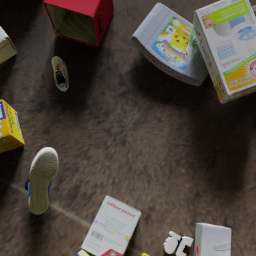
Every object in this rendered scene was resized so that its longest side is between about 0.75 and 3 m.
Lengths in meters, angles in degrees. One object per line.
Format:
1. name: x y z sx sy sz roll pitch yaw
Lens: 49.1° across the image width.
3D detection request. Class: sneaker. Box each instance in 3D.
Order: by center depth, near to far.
1. sneaker: -2.504 1.338 8.027 0.752 1.090 1.959 4 107 -25
2. sneaker: -2.319 -1.903 9.551 0.483 0.487 1.343 -17 73 -4

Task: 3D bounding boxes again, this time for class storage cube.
1. storage cube: -1.550 -4.140 9.600 1.957 1.672 1.759 18 73 6

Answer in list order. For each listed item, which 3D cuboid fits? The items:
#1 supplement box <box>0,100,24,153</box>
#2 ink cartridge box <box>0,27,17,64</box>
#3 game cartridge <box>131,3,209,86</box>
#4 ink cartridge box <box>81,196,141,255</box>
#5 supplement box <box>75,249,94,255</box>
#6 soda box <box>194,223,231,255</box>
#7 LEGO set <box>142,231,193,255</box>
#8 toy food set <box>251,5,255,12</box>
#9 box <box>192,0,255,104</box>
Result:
1. supplement box: -4.540 0.180 8.538 2.205 1.208 1.200 -18 74 -6
2. ink cartridge box: -5.312 -3.210 9.645 1.805 1.023 2.462 -36 77 -10
3. game cartridge: 1.652 -2.786 9.589 2.856 0.578 1.904 34 80 0
4. ink cartridge box: -0.442 2.900 8.018 1.138 0.646 1.561 25 75 7
5. supplement box: -1.025 4.053 7.253 1.459 1.457 0.979 40 77 11
6. soda box: 2.257 3.925 7.648 0.833 0.774 2.441 8 74 2
7. LEGO set: 0.698 3.999 7.490 1.150 1.069 2.803 29 74 8
8. toy food set: 4.390 -2.636 9.472 1.628 0.904 2.768 -36 80 10
9. box: 3.166 -2.325 8.523 1.539 1.387 2.736 -19 83 8
